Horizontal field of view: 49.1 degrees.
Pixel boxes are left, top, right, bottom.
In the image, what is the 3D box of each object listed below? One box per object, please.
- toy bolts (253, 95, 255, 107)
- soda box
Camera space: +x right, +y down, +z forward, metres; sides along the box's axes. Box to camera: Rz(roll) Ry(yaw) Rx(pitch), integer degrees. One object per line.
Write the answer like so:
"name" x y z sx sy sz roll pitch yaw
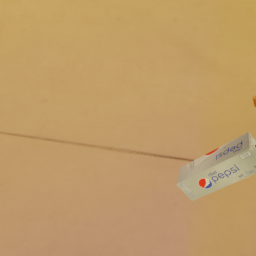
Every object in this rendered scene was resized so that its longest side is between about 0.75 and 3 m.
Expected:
"toy bolts" 3.247 -0.828 5.199 1.579 1.653 1.146 5 109 18
"soda box" 1.521 0.674 4.702 0.458 1.445 0.493 45 37 -11
